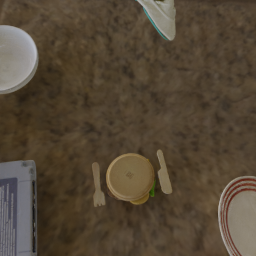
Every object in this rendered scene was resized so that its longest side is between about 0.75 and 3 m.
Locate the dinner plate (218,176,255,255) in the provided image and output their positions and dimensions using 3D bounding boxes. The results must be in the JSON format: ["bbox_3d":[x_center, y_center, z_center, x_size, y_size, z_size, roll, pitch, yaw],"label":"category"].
[{"bbox_3d":[3.216,2.431,6.828,2.536,0.307,2.536,11,60,-20],"label":"dinner plate"}]

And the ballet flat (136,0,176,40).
[{"bbox_3d":[0.567,-3.179,6.654,2.594,0.901,0.901,39,69,-32],"label":"ballet flat"}]

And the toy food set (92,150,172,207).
[{"bbox_3d":[0.073,1.372,7.545,2.026,0.407,1.398,-10,63,2],"label":"toy food set"}]

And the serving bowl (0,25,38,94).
[{"bbox_3d":[-3.766,-1.967,8.495,2.220,0.730,2.220,0,73,0],"label":"serving bowl"}]

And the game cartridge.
[{"bbox_3d":[-3.310,2.319,7.085,1.911,0.587,2.871,-5,70,-6],"label":"game cartridge"}]
